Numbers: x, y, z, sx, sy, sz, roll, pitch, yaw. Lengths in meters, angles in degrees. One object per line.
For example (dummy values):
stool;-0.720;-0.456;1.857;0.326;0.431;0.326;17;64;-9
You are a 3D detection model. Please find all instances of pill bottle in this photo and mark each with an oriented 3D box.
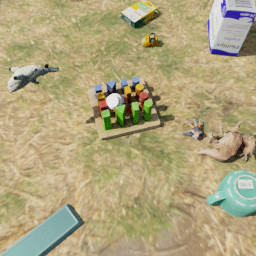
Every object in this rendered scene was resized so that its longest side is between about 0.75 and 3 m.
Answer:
pill bottle;-0.436;-0.986;10.574;0.604;1.070;0.604;1;93;14

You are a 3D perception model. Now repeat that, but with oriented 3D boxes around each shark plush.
shark plush;-3.067;-1.693;9.002;1.644;0.685;0.747;-31;47;-29

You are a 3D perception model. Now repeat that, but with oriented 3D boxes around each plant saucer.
plant saucer;-2.735;3.505;8.806;2.604;0.247;0.911;-36;66;-20

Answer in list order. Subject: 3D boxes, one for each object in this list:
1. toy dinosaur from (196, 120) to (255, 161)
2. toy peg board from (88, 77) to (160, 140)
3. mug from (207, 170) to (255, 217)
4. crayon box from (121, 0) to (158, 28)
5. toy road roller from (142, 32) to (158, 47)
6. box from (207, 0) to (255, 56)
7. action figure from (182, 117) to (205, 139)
toy dinosaur;3.695;0.701;10.118;2.263;0.971;1.534;-31;99;1
toy peg board;-0.203;-1.068;10.924;2.424;1.185;2.413;-13;61;-8
mug;3.621;2.178;9.092;1.401;1.055;1.706;41;67;21
crayon box;0.571;-5.789;14.129;1.622;0.418;1.020;-38;67;-19
toy road roller;1.073;-4.048;13.159;0.751;0.548;0.462;-19;53;32
box;4.487;-4.861;12.408;1.274;2.429;2.234;5;60;2
action figure;2.493;0.051;10.711;0.872;0.456;0.844;-2;51;-1
